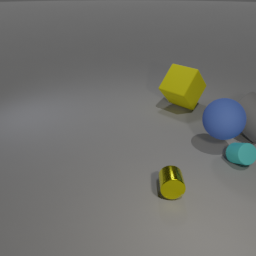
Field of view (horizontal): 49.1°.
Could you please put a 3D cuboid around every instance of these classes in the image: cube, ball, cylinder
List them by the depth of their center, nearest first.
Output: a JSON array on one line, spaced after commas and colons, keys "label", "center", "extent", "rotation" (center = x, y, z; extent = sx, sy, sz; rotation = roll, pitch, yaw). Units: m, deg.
[{"label": "cylinder", "center": [1.245, 1.541, 7.995], "extent": [0.700, 0.700, 0.700], "rotation": [0, 26, 1]}, {"label": "cylinder", "center": [3.713, 0.835, 9.196], "extent": [0.700, 0.700, 0.700], "rotation": [-8, 1, -14]}, {"label": "ball", "center": [3.218, -0.301, 9.404], "extent": [1.400, 1.400, 1.400], "rotation": [0, 28, 0]}, {"label": "cylinder", "center": [4.739, -0.417, 10.582], "extent": [1.400, 1.400, 1.400], "rotation": [-23, 62, -36]}, {"label": "cube", "center": [2.533, -1.897, 12.940], "extent": [1.400, 1.400, 1.400], "rotation": [25, 81, 38]}]
